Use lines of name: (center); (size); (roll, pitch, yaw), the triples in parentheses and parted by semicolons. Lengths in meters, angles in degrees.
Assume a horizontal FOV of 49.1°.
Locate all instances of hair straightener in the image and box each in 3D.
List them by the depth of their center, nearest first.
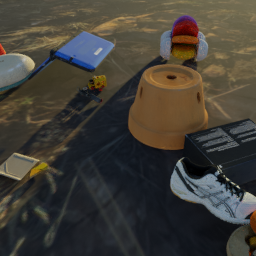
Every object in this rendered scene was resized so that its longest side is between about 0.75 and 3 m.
hair straightener: (-1.396, -1.196, 9.867); (1.048, 0.214, 0.403); (34, 4, 14)

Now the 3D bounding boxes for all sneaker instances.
sneaker: (1.831, 1.233, 5.701); (2.007, 0.880, 0.759); (17, 31, 22)

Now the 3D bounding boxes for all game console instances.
game console: (-2.287, -2.803, 11.754); (2.515, 1.743, 2.946); (23, 38, 1)

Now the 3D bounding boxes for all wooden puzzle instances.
wooden puzzle: (-2.861, 1.012, 7.260); (1.387, 0.162, 0.936); (18, 35, 22)

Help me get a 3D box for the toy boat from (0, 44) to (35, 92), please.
toy boat: (-4.869, -2.305, 10.994); (2.334, 1.290, 2.776); (-21, 47, -13)

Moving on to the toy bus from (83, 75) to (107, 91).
toy bus: (-1.239, -1.789, 10.837); (0.789, 0.432, 0.836); (14, 38, 19)

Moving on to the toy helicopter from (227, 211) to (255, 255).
toy helicopter: (2.699, 2.552, 4.575); (2.284, 0.901, 1.510); (32, 46, 29)

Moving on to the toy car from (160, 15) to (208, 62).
toy car: (2.591, -4.214, 12.978); (2.124, 1.820, 2.427); (3, 36, 6)

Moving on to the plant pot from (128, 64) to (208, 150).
plant pot: (1.222, -0.784, 8.381); (2.453, 1.717, 2.453); (-1, 35, 0)

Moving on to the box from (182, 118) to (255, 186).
box: (2.698, 0.636, 7.185); (2.095, 0.826, 1.479); (-13, 35, -17)
